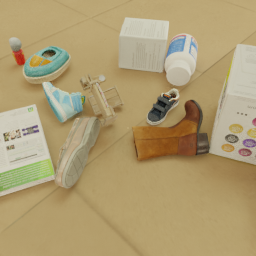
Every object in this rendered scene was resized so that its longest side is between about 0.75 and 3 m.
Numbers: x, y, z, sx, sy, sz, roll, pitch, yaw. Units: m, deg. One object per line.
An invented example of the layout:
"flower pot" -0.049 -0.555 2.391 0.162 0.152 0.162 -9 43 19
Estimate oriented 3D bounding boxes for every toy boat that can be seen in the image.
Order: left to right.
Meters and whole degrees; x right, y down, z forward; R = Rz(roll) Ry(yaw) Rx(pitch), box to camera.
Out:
"toy boat" -4.137 -3.117 12.510 2.798 1.300 2.352 22 52 18

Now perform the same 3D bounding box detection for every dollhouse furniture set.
"dollhouse furniture set" -0.725 -1.337 9.944 1.244 2.547 2.172 -24 86 -13

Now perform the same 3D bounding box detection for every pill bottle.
"pill bottle" 2.332 -2.995 12.374 1.347 1.347 2.400 10 48 9

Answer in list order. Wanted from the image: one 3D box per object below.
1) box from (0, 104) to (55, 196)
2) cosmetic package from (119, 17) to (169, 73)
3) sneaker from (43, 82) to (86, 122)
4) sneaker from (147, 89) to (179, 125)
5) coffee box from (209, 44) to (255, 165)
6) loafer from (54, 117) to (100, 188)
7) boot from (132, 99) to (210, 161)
"box" -3.655 0.675 9.139 1.952 0.492 2.705 -16 67 -14
"cosmetic package" 0.730 -3.824 12.862 2.065 1.717 1.728 8 48 6
"sneaker" -2.489 -1.229 11.172 1.349 0.822 2.066 -26 62 -19
"sneaker" 1.350 -0.887 10.915 0.713 0.722 1.817 29 56 25
"coffee box" 4.516 -0.662 9.291 2.807 2.780 2.811 14 49 13
"loafer" -1.795 0.712 9.296 0.911 1.041 2.897 7 45 15
"boot" 1.424 0.033 10.137 2.546 0.872 2.397 -5 62 2
